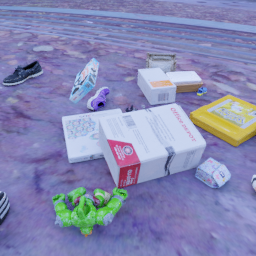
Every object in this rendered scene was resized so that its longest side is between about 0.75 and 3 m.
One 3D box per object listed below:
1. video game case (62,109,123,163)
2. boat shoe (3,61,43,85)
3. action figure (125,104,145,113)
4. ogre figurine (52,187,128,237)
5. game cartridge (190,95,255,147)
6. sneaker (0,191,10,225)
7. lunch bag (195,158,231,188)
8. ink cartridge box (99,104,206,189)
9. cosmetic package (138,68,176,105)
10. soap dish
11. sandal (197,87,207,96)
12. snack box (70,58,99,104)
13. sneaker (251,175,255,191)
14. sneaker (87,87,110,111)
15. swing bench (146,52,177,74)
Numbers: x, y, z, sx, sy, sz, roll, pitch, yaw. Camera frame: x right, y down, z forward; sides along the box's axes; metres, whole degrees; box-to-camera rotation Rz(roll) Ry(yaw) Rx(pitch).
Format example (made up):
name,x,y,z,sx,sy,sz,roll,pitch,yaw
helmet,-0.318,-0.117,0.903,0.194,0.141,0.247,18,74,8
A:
name,x,y,z,sx,sy,sz,roll,pitch,yaw
video game case,-1.168,0.187,10.880,2.531,0.329,2.781,-9,35,-13
boat shoe,-5.769,-3.068,15.310,0.918,0.814,2.455,27,42,34
action figure,0.426,-0.675,11.970,0.685,0.588,1.153,-17,34,-42
ogre figurine,-1.110,2.122,7.434,2.048,1.005,1.228,13,22,-1
game cartridge,4.339,-0.436,11.718,2.791,0.453,2.460,-23,40,-32
sneaker,-4.262,2.627,6.785,1.631,1.060,2.824,0,23,8
lunch bag,2.718,1.435,8.844,0.739,0.554,0.872,-27,48,-34
ink cartridge box,0.710,0.493,9.284,2.943,1.232,2.123,-12,48,-17
cosmetic package,1.364,-2.119,13.851,1.233,0.867,2.432,-8,34,-12
soap dish,2.798,-2.354,14.362,1.697,0.689,1.335,-5,34,-7
sandal,3.725,-1.884,13.986,0.309,0.339,0.778,21,37,31
snack box,-1.592,-1.777,10.384,0.334,1.046,1.801,38,30,-26
sneaker,4.733,1.592,8.419,2.078,0.766,0.831,-5,32,-8
sneaker,-1.255,-1.286,13.015,0.674,0.651,1.616,27,49,11
swing bench,1.865,-3.540,15.826,1.700,1.109,1.709,3,29,6
